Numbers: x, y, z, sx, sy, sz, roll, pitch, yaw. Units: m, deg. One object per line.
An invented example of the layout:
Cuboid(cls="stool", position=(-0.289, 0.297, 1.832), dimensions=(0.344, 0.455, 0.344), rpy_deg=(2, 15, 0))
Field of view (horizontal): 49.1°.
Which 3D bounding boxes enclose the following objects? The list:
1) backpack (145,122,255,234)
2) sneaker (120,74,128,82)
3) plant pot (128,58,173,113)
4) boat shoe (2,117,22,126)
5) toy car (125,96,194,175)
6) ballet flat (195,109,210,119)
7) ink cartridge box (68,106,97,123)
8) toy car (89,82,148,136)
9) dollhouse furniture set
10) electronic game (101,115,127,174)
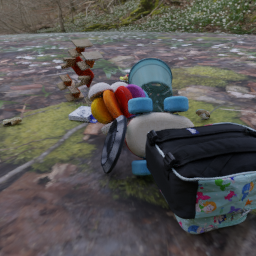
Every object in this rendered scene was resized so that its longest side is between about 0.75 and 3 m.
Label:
Cuboid(cls="backpack", position=(1.998, 0.951, 6.468), dimensions=(2.764, 2.081, 2.453), rpy_deg=(-13, 27, -11))
Cuboid(cls="sneaker", position=(-0.079, -3.166, 17.664), dimensions=(1.031, 0.466, 0.403), rpy_deg=(15, 30, 33))
Cuboid(cls="plant pot", position=(1.103, -1.830, 12.891), dimensions=(2.213, 2.213, 2.167), rpy_deg=(0, 32, 0))
Cuboid(cls="boat shoe", position=(-4.701, -0.215, 11.403), dimensions=(0.765, 0.274, 0.291), rpy_deg=(-14, 41, -13))
Cuboid(cls="toy car", position=(0.836, 0.282, 8.830), dimensions=(2.057, 2.143, 2.325), rpy_deg=(-3, -4, -7))
Cuboid(cls="ballet flat", position=(3.180, -0.566, 11.734), dimensions=(1.041, 0.340, 0.367), rpy_deg=(2, -25, -47))
Cuboid(cls="ink cartridge box", position=(-1.746, -0.610, 12.218), dimensions=(1.251, 0.254, 1.249), rpy_deg=(8, 25, 17))
Cuboid(cls="toy car", position=(-0.157, -0.870, 10.079), dimensions=(2.285, 1.999, 1.713), rpy_deg=(-12, -16, -47))
Cuboid(cls="dollhouse furniture set", position=(-1.906, -2.377, 13.520), dimensions=(1.476, 2.865, 2.834), rpy_deg=(-22, 67, -41))
Cuboid(cls="electronic game", position=(-0.390, 0.454, 7.913), dimensions=(0.353, 1.696, 1.696), rpy_deg=(17, 21, -13))
